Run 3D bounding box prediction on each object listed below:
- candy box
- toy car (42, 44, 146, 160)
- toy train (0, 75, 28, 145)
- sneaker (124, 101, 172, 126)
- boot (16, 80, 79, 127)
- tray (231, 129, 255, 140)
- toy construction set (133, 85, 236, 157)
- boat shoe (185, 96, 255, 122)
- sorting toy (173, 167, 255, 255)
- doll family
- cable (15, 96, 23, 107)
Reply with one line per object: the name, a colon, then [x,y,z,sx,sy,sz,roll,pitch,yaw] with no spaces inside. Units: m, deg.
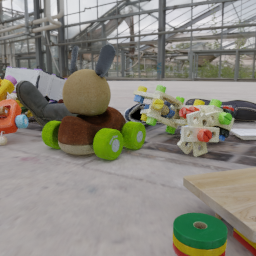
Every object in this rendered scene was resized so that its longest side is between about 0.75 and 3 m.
candy box: [-3.319,-1.642,11.906,2.445,1.043,2.914,13,0,38]
toy car: [-0.762,-0.649,6.174,1.867,2.273,1.793,8,14,33]
toy train: [-3.947,-0.603,7.124,2.889,0.804,2.170,-4,55,7]
sneaker: [0.863,-0.484,8.879,1.930,0.734,1.394,-10,2,-3]
boot: [-2.045,-0.594,7.978,1.993,1.812,0.723,9,54,37]
tray: [3.540,0.173,7.443,1.475,0.164,0.792,0,12,-2]
toy construction set: [1.397,-0.300,6.844,1.896,1.332,2.891,21,10,-25]
boat shoe: [3.294,-0.460,9.634,2.748,0.998,0.862,9,55,18]
sorting toy: [1.583,0.898,3.173,2.727,0.461,1.315,-4,12,-16]
doll family: [-3.128,-0.770,10.024,1.147,0.779,1.984,-16,21,30]
cable: [-4.095,-0.941,12.668,2.557,0.644,1.242,13,-3,4]
